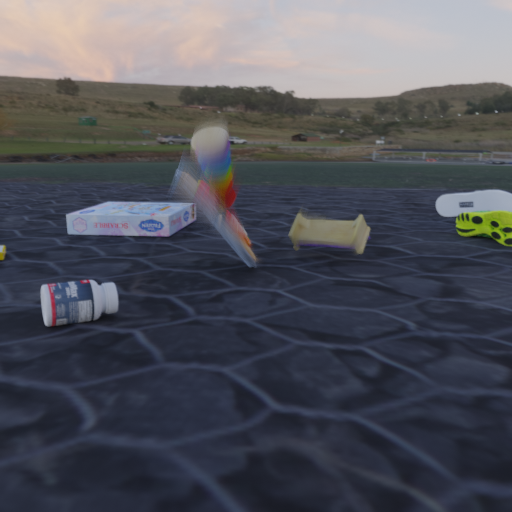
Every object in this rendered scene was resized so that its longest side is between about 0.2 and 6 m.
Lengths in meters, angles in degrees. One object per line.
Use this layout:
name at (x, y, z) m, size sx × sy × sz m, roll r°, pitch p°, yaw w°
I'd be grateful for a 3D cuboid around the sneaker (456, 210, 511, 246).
sneaker at (5.510, -0.724, 12.684) m, size 0.879 × 0.779 × 2.102 m, roll -10°, pitch 15°, yaw -23°

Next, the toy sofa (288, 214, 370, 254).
toy sofa at (1.447, -0.372, 10.953) m, size 1.466 × 0.715 × 0.607 m, roll 4°, pitch 55°, yaw 32°

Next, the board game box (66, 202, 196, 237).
board game box at (-3.101, -0.983, 14.440) m, size 2.557 × 0.527 × 2.563 m, roll 2°, pitch 12°, yaw 9°

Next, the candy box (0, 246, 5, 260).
candy box at (-5.615, -0.007, 10.746) m, size 1.455 × 0.192 × 0.744 m, roll -5°, pitch 16°, yaw -20°

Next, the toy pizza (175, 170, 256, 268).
toy pizza at (-0.630, -0.703, 9.884) m, size 0.347 × 2.190 × 2.190 m, roll -39°, pitch 18°, yaw -3°

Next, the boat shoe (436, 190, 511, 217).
boat shoe at (6.439, -1.436, 15.962) m, size 0.847 × 0.897 × 2.500 m, roll -12°, pitch 10°, yaw -40°

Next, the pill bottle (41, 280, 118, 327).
pill bottle at (-2.271, 0.587, 7.215) m, size 0.893 × 0.534 × 0.534 m, roll -6°, pitch 14°, yaw -27°

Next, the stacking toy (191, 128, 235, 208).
stacking toy at (-0.691, -1.543, 10.374) m, size 0.677 × 1.586 × 0.677 m, roll -8°, pitch 43°, yaw 7°
